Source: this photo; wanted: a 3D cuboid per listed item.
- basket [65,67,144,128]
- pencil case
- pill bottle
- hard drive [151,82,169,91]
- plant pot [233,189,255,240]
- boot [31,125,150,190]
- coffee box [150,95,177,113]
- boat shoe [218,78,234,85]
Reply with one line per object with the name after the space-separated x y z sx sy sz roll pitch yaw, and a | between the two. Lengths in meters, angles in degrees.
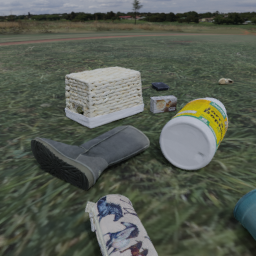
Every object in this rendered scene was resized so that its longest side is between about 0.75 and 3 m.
-0.961 -1.387 11.426 2.861 1.765 1.939 -21 31 -37 | basket
-0.079 2.064 4.694 0.985 0.857 2.203 4 22 -20 | pencil case
2.158 -0.005 8.547 1.557 1.557 2.762 12 26 26 | pill bottle
1.755 -2.282 15.363 0.726 0.228 1.076 -7 25 -15 | hard drive
2.696 1.816 5.247 1.021 1.021 1.000 -4 32 -9 | plant pot
-1.027 0.495 8.143 2.466 0.984 2.712 28 40 22 | boot
1.526 -1.023 12.044 1.069 0.612 0.426 -6 24 -17 | coffee box
5.643 -2.665 16.119 0.953 0.344 0.310 -4 22 -23 | boat shoe
